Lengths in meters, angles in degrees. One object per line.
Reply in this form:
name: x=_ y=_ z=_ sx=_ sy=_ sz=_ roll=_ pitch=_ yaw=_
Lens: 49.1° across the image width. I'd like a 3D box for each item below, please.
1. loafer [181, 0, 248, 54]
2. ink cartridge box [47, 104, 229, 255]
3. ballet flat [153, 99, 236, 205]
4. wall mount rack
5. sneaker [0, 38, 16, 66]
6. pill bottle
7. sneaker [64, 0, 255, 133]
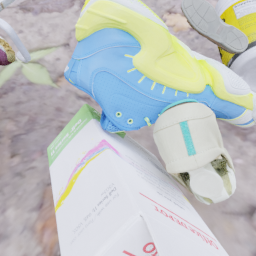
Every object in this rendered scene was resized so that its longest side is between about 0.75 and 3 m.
loafer: x=1.370 y=-1.647 z=4.649 sx=1.289 sy=0.405 sz=0.464 roll=37 pitch=87 yaw=-2
ink cartridge box: x=0.070 y=1.001 z=3.188 sx=0.944 sy=1.643 sz=2.805 roll=-47 pitch=31 yaw=8
ballet flat: x=0.975 y=0.571 z=3.634 sx=0.902 sy=2.596 sz=0.902 roll=-11 pitch=64 yaw=22
wall mount rack: x=-1.415 y=-1.705 z=3.483 sx=1.817 sy=0.780 sz=2.091 roll=34 pitch=71 yaw=26
sneaker: x=-3.629 y=-1.546 z=5.101 sx=2.977 sy=1.116 sz=1.341 roll=23 pitch=93 yaw=-7
pill bottle: x=2.628 y=-1.907 z=6.006 sx=1.385 sy=1.385 sz=2.423 roll=1 pitch=52 yaw=1
sneaker: x=0.410 y=-0.416 z=3.472 sx=2.612 sy=1.372 sz=0.989 roll=30 pitch=13 yaw=-18
